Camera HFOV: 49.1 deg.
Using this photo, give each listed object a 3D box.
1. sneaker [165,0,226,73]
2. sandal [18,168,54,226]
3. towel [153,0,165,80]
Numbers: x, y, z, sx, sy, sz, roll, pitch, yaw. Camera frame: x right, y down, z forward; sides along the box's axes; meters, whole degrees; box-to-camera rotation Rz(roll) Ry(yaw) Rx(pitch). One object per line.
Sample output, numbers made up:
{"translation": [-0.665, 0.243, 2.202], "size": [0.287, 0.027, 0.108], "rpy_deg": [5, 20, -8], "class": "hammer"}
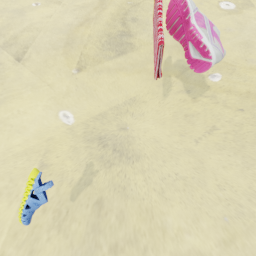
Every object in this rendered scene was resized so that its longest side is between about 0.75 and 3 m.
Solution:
{"translation": [1.666, -2.346, 6.871], "size": [0.931, 0.858, 2.110], "rpy_deg": [-17, 81, -36], "class": "sneaker"}
{"translation": [-1.618, 1.247, 4.928], "size": [0.449, 1.032, 0.410], "rpy_deg": [17, 7, -8], "class": "sandal"}
{"translation": [0.759, -2.403, 6.805], "size": [0.230, 1.477, 2.043], "rpy_deg": [0, 68, 2], "class": "towel"}
